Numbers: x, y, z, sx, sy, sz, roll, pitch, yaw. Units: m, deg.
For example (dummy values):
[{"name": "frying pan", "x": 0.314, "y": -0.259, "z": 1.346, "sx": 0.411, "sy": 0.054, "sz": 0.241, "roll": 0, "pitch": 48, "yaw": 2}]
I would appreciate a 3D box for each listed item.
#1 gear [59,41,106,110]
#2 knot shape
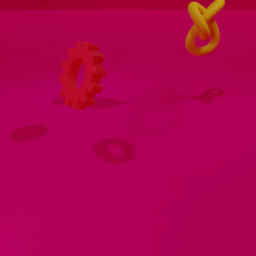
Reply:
[{"name": "gear", "x": -0.864, "y": -0.951, "z": 5.137, "sx": 0.223, "sy": 1.205, "sz": 1.205, "roll": 6, "pitch": 16, "yaw": -42}, {"name": "knot shape", "x": 2.347, "y": -3.177, "z": 8.418, "sx": 0.798, "sy": 1.728, "sz": 1.617, "roll": 20, "pitch": 70, "yaw": 30}]
